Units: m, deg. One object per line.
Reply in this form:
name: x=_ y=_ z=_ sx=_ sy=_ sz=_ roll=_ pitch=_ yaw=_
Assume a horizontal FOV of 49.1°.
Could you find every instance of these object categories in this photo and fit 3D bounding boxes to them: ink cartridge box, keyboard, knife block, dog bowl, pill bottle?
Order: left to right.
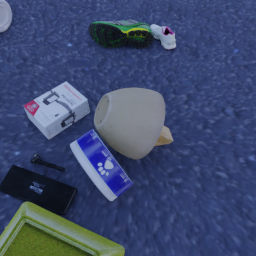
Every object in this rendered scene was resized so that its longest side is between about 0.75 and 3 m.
pill bottle: x=-5.844 y=-4.669 z=11.078 sx=2.111 sy=1.264 sz=1.264 roll=22 pitch=56 yaw=15
keyboard: x=-2.202 y=1.370 z=7.176 sx=1.944 sy=0.200 sz=1.235 roll=18 pitch=61 yaw=12
ink cartridge box: x=-2.081 y=-0.566 z=8.350 sx=1.545 sy=0.644 sz=1.122 roll=-37 pitch=61 yaw=-25
dog bowl: x=-0.613 y=0.856 z=6.580 sx=0.648 sy=1.645 sz=1.645 roll=-36 pitch=59 yaw=-6
knife block: x=0.524 y=-0.010 z=7.499 sx=1.502 sy=1.319 sz=0.481 roll=-9 pitch=55 yaw=-9

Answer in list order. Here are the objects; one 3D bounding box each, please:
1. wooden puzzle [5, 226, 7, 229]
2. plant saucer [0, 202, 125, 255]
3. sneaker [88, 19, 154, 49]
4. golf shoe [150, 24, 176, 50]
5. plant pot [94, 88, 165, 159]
wooden puzzle: x=-2.292 y=2.402 z=6.378 sx=0.884 sy=0.205 sz=0.819 roll=-21 pitch=55 yaw=-16
plant saucer: x=-1.768 y=3.020 z=5.530 sx=2.695 sy=0.645 sz=2.691 roll=21 pitch=56 yaw=11
sneaker: x=-0.279 y=-3.614 z=10.620 sx=2.439 sy=0.952 sz=1.039 roll=5 pitch=45 yaw=-7
golf shoe: x=1.347 y=-3.647 z=10.673 sx=0.576 sy=0.700 sz=1.530 roll=-25 pitch=55 yaw=-17
plant pot: x=-0.117 y=-0.253 z=7.086 sx=1.252 sy=1.865 sz=1.865 roll=18 pitch=47 yaw=-27
